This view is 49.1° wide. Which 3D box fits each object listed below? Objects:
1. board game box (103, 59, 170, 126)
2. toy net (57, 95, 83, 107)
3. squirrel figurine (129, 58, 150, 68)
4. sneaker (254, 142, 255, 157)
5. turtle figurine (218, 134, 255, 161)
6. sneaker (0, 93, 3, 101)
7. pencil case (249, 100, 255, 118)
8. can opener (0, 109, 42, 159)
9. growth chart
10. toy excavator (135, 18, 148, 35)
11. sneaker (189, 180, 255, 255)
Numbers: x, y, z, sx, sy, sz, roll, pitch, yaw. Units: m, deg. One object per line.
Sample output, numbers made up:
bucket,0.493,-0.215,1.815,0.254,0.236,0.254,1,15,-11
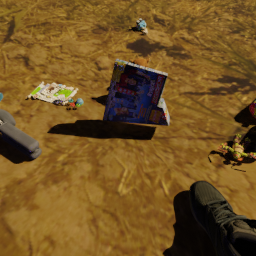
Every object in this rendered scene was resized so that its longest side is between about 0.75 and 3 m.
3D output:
board game box,0.470,-0.996,9.275,2.234,2.235,0.689,16,34,0
toy net,-2.273,-1.020,10.863,1.032,0.199,0.541,11,50,4
squirrel figurine,0.350,-2.097,10.963,1.225,1.616,1.731,-4,46,-4
sneaker,4.818,0.277,9.255,0.859,0.772,2.088,30,53,23
turtle figurine,3.649,0.708,9.053,1.347,0.434,1.087,15,39,25
sneaker,-5.213,-1.058,10.900,0.337,0.319,0.835,0,39,13
pencil case,5.366,-1.013,10.479,0.848,0.848,1.919,35,56,30
can opener,-3.857,0.034,9.510,2.732,0.729,0.914,27,52,23
growth chart,-3.000,-1.432,11.348,1.718,0.152,1.243,13,48,10
toy excavator,0.807,-5.438,15.127,0.887,0.443,0.862,29,53,14
sneaker,2.397,2.217,6.746,1.110,1.663,2.903,-6,44,-8
